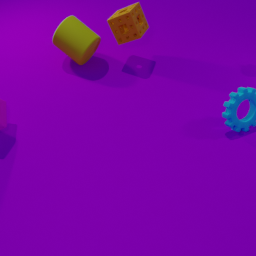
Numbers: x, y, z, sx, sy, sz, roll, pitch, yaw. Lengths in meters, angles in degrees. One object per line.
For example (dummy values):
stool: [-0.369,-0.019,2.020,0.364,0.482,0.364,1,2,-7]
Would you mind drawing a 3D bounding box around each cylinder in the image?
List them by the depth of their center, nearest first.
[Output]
cylinder: [-1.593,-2.721,8.762,1.088,1.088,1.088,39,57,-2]

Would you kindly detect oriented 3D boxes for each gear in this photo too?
gear: [2.958,-0.467,7.177,1.135,1.135,0.210,-19,23,-14]

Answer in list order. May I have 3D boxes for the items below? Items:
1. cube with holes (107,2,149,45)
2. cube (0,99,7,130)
cube with holes: [0.020,-3.156,8.496,0.808,0.808,0.808,-7,37,33]
cube: [-3.582,-0.334,6.941,0.766,0.766,0.766,-21,65,20]
